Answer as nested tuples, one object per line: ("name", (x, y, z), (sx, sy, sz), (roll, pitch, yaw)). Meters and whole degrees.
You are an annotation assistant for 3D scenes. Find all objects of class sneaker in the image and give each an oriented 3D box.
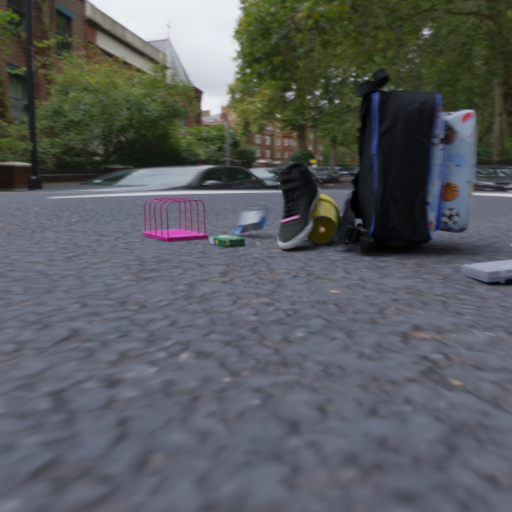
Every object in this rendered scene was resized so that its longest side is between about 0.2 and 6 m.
("sneaker", (0.738, -1.156, 11.929), (0.782, 1.097, 2.213), (-10, 38, 30))

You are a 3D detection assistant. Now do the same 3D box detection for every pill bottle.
("pill bottle", (1.796, -0.742, 13.858), (1.040, 0.565, 0.565), (-3, 9, -20))

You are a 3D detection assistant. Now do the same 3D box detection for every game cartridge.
("game cartridge", (3.895, 0.215, 8.385), (1.315, 0.252, 0.853), (-6, 11, -3))

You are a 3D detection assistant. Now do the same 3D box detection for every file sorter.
("file sorter", (-2.024, -0.934, 13.784), (1.079, 0.973, 1.552), (-6, 10, -32))

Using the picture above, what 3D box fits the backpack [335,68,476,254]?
("backpack", (3.210, -1.774, 12.114), (2.736, 3.552, 3.383), (8, 3, 3))

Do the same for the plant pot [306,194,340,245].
("plant pot", (1.430, -0.760, 12.799), (1.083, 1.083, 1.019), (0, 25, -2))

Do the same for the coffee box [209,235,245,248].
("coffee box", (-0.656, -0.326, 12.393), (0.520, 0.186, 0.845), (-5, 9, -29))

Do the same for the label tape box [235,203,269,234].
("label tape box", (-0.175, -0.927, 14.004), (0.900, 0.649, 0.285), (-9, -42, 37))
